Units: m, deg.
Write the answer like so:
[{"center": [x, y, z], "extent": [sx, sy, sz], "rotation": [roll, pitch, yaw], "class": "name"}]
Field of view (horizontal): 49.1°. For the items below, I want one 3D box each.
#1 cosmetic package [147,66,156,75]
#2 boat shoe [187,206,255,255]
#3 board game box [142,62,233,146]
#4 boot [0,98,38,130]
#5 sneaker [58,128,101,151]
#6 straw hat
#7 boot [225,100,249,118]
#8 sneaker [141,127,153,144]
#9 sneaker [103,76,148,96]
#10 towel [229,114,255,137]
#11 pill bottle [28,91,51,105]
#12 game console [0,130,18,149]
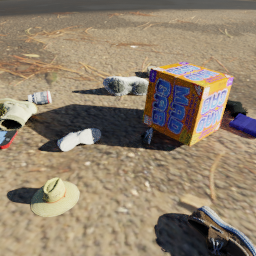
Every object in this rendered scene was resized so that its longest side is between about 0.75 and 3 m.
[{"center": [1.386, -3.097, 15.571], "extent": [0.497, 0.351, 0.961], "rotation": [-4, 33, -6], "class": "cosmetic package"}, {"center": [2.076, 2.532, 6.358], "extent": [0.654, 0.653, 1.807], "rotation": [-21, 27, -22], "class": "boat shoe"}, {"center": [2.135, -1.003, 10.235], "extent": [2.150, 2.151, 2.149], "rotation": [28, 34, 35], "class": "board game box"}, {"center": [-4.806, -0.522, 11.144], "extent": [1.941, 0.700, 1.501], "rotation": [5, 34, 6], "class": "boot"}, {"center": [-1.757, 0.309, 9.973], "extent": [1.560, 0.587, 0.690], "rotation": [-17, 24, -23], "class": "sneaker"}, {"center": [-2.018, 1.708, 7.646], "extent": [1.375, 0.582, 1.375], "rotation": [-1, 32, 0], "class": "straw hat"}, {"center": [4.376, -0.781, 11.812], "extent": [1.189, 0.440, 0.974], "rotation": [4, 36, 6], "class": "boot"}, {"center": [0.691, 0.241, 10.245], "extent": [0.422, 0.310, 0.933], "rotation": [8, 34, 6], "class": "sneaker"}, {"center": [-0.074, -2.105, 13.656], "extent": [2.301, 0.896, 1.143], "rotation": [7, 25, -6], "class": "sneaker"}, {"center": [4.649, -0.067, 10.797], "extent": [0.925, 0.310, 1.252], "rotation": [-33, 45, -32], "class": "towel"}, {"center": [-3.949, -1.328, 12.529], "extent": [0.927, 0.554, 0.554], "rotation": [-9, 33, -10], "class": "pill bottle"}, {"center": [-4.803, 0.387, 10.122], "extent": [1.308, 0.203, 1.157], "rotation": [0, 32, -1], "class": "game console"}]
